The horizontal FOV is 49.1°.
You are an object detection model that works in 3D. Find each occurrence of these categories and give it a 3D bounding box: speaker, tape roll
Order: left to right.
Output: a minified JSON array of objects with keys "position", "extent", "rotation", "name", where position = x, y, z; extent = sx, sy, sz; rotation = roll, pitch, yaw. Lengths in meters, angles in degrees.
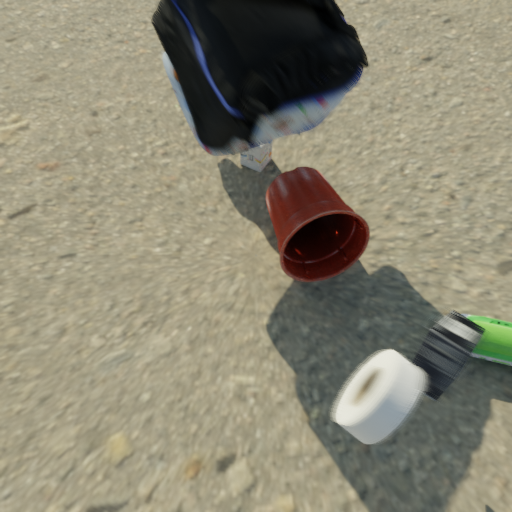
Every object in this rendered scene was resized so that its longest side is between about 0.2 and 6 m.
[{"position":[1.350,1.560,6.229],"extent":[0.362,1.036,1.036],"rotation":[38,59,-2],"name":"tape roll"},{"position":[3.917,1.394,9.107],"extent":[1.544,0.683,0.683],"rotation":[13,55,9],"name":"speaker"}]

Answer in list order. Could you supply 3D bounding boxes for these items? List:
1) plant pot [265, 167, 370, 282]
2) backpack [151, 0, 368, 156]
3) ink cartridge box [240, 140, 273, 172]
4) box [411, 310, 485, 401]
[{"position":[0.972,-0.666,10.157],"extent":[1.656,1.656,1.611],"rotation":[-13,46,-9],"name":"plant pot"},{"position":[0.105,-3.251,9.310],"extent":[3.103,2.509,3.257],"rotation":[-19,85,-24],"name":"backpack"},{"position":[0.006,-2.239,11.749],"extent":[0.514,0.711,0.524],"rotation":[26,58,17],"name":"ink cartridge box"},{"position":[2.477,1.291,7.366],"extent":[0.511,0.870,0.856],"rotation":[35,32,27],"name":"box"}]
